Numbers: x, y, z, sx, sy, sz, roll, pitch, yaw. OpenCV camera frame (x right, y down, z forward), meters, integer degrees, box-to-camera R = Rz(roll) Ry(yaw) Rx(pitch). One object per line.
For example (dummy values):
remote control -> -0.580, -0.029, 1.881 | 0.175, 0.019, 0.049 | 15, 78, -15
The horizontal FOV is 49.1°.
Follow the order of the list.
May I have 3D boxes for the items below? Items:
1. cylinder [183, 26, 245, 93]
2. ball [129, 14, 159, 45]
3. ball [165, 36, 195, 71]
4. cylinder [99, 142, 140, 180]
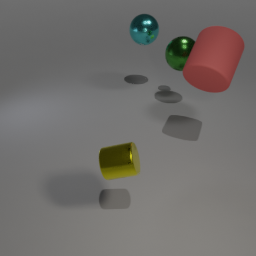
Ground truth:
cylinder -> 2.510, -1.992, 8.255 | 1.400, 1.400, 1.400 | 18, 73, 28
ball -> 0.758, -4.599, 13.116 | 1.400, 1.400, 1.400 | 0, 30, 0
ball -> 2.230, -3.053, 11.542 | 1.400, 1.400, 1.400 | 0, 30, 0
cylinder -> -0.164, 0.689, 5.837 | 0.700, 0.700, 0.700 | -11, 28, 13
